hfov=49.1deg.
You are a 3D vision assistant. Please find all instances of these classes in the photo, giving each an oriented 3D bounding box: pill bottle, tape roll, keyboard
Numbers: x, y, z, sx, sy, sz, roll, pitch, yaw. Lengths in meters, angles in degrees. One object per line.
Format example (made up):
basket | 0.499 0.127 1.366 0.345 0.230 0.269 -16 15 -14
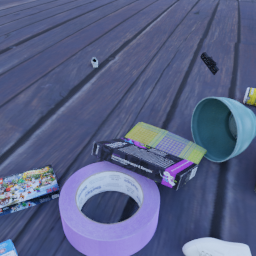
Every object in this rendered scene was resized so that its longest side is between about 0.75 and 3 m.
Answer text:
pill bottle | 5.379 -1.203 11.350 1.207 0.676 0.676 15 39 20
tape roll | -0.442 1.914 6.956 2.419 0.794 2.419 0 36 0
keyboard | 3.108 -2.510 10.773 0.194 0.509 0.978 -25 71 -24

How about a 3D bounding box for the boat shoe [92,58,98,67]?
boat shoe | -1.756 -3.545 14.850 0.338 0.345 0.969 -6 36 -8

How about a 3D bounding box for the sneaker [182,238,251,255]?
sneaker | 1.935 2.771 5.987 1.483 0.540 0.628 3 34 2

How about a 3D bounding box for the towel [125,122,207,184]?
towel | 0.954 0.723 8.983 2.690 0.306 1.932 21 43 26

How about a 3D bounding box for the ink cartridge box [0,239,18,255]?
ink cartridge box | -2.590 3.075 5.546 0.971 0.569 1.343 -20 42 -26

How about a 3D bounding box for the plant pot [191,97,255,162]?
plant pot | 3.134 -0.031 8.777 1.336 1.994 1.994 -8 36 -26

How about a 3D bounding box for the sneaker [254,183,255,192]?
sneaker | 4.508 1.139 8.054 1.118 0.985 2.507 26 50 19

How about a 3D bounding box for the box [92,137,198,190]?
box | 0.493 0.857 7.586 2.456 0.443 1.756 21 11 25

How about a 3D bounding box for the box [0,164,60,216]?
box | -2.799 1.666 7.711 1.637 0.309 1.118 -15 39 -19
